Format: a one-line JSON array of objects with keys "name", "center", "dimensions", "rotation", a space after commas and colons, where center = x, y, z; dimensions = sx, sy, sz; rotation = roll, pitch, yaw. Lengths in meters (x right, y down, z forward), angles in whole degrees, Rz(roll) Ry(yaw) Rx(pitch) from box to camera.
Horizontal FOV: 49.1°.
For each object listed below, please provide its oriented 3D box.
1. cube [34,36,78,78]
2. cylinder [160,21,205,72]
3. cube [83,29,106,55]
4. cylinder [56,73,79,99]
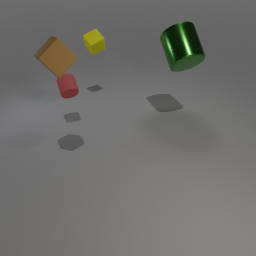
[{"name": "cube", "center": [-1.816, -1.788, 7.030], "dimensions": [0.700, 0.700, 0.700], "rotation": [-48, 33, -2]}, {"name": "cylinder", "center": [2.094, -3.101, 10.811], "dimensions": [1.400, 1.400, 1.400], "rotation": [-16, -10, -3]}, {"name": "cube", "center": [-1.501, -3.837, 12.529], "dimensions": [0.700, 0.700, 0.700], "rotation": [-32, 69, -13]}, {"name": "cylinder", "center": [-2.294, -1.596, 10.678], "dimensions": [0.700, 0.700, 0.700], "rotation": [-14, 70, -21]}]
